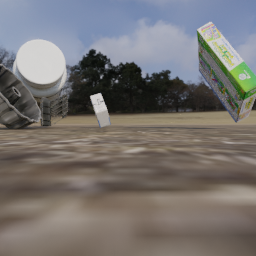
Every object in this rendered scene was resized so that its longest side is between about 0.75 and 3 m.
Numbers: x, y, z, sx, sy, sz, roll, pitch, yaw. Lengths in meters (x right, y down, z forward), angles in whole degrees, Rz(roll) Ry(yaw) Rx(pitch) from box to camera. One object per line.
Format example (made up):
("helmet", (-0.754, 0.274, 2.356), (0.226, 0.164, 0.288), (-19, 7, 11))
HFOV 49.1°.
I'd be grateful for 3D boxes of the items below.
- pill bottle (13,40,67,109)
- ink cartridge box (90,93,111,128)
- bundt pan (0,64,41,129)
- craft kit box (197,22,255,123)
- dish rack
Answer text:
("pill bottle", (-2.519, -1.424, 8.012), (1.403, 1.403, 2.481), (0, -10, -20))
("ink cartridge box", (-0.776, -0.501, 7.882), (0.336, 0.582, 0.797), (-18, 45, -6))
("bundt pan", (-2.693, -0.639, 6.182), (0.612, 1.630, 1.630), (-33, -2, 5))
("craft kit box", (2.229, -1.210, 6.475), (0.440, 1.814, 1.792), (-30, -23, 7))
("dish rack", (-1.893, -0.505, 7.322), (0.272, 0.764, 0.996), (14, 24, 14))
